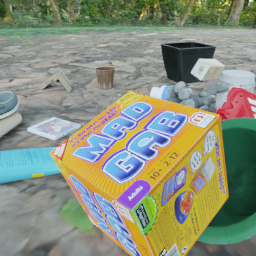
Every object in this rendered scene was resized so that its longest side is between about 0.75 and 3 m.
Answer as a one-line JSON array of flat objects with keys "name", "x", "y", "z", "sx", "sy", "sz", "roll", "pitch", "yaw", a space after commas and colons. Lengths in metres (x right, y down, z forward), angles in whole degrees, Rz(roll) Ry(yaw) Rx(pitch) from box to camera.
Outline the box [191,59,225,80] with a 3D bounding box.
[{"name": "box", "x": 2.233, "y": -1.625, "z": 7.776, "sx": 1.001, "sy": 0.475, "sz": 0.389, "roll": -15, "pitch": 51, "yaw": -46}]

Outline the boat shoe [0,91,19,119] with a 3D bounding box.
[{"name": "boat shoe", "x": -3.670, "y": -0.608, "z": 7.049, "sx": 0.949, "sy": 0.805, "sz": 2.607, "roll": 7, "pitch": 24, "yaw": 14}]

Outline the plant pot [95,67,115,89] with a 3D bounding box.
[{"name": "plant pot", "x": -0.911, "y": -2.027, "z": 11.383, "sx": 0.806, "sy": 0.798, "sz": 0.806, "roll": 0, "pitch": 24, "yaw": 0}]

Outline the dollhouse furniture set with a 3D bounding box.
[{"name": "dollhouse furniture set", "x": -2.881, "y": -1.686, "z": 11.369, "sx": 1.039, "sy": 0.847, "sz": 0.988, "roll": -31, "pitch": 17, "yaw": 18}]

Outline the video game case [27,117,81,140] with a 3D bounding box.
[{"name": "video game case", "x": -2.003, "y": -0.004, "z": 7.618, "sx": 1.060, "sy": 0.122, "sz": 0.966, "roll": 15, "pitch": 28, "yaw": 30}]

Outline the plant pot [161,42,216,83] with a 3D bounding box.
[{"name": "plant pot", "x": 2.563, "y": -2.874, "z": 12.368, "sx": 1.761, "sy": 1.562, "sz": 1.756, "roll": -8, "pitch": 25, "yaw": -19}]

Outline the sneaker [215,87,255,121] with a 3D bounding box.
[{"name": "sneaker", "x": 1.821, "y": -0.135, "z": 5.965, "sx": 2.505, "sy": 1.447, "sz": 0.981, "roll": -8, "pitch": 16, "yaw": -1}]

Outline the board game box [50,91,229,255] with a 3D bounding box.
[{"name": "board game box", "x": 0.233, "y": 0.661, "z": 3.786, "sx": 1.531, "sy": 1.533, "sz": 1.532, "roll": -40, "pitch": 40, "yaw": -26}]

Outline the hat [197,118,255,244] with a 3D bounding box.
[{"name": "hat", "x": 2.104, "y": 1.161, "z": 4.831, "sx": 2.436, "sy": 2.144, "sz": 2.018, "roll": -49, "pitch": 35, "yaw": -7}]

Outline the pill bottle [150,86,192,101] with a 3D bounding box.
[{"name": "pill bottle", "x": 1.400, "y": -1.014, "z": 9.183, "sx": 1.268, "sy": 0.712, "sz": 0.712, "roll": 12, "pitch": 27, "yaw": 23}]

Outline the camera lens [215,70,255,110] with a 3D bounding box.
[{"name": "camera lens", "x": 3.240, "y": -1.039, "z": 8.524, "sx": 1.023, "sy": 1.279, "sz": 1.023, "roll": 0, "pitch": 24, "yaw": 0}]

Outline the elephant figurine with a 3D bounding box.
[{"name": "elephant figurine", "x": 1.897, "y": -0.656, "z": 7.823, "sx": 1.574, "sy": 1.114, "sz": 1.221, "roll": 5, "pitch": -14, "yaw": -32}]

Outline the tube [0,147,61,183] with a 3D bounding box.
[{"name": "tube", "x": -2.397, "y": 0.732, "z": 5.425, "sx": 2.616, "sy": 0.659, "sz": 1.013, "roll": -6, "pitch": 32, "yaw": -24}]

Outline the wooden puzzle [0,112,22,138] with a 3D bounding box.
[{"name": "wooden puzzle", "x": -4.204, "y": 0.047, "z": 7.083, "sx": 2.267, "sy": 0.525, "sz": 2.100, "roll": 8, "pitch": 25, "yaw": 6}]
